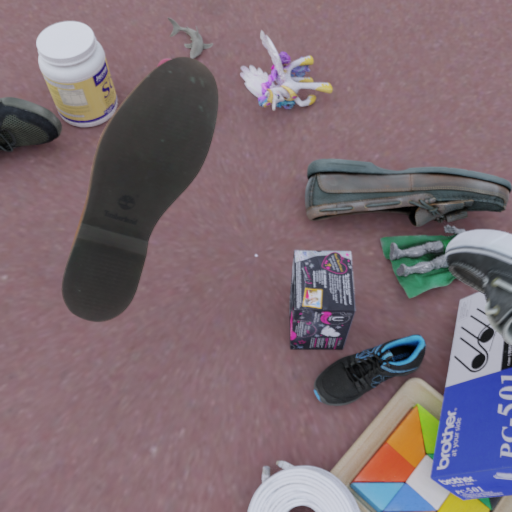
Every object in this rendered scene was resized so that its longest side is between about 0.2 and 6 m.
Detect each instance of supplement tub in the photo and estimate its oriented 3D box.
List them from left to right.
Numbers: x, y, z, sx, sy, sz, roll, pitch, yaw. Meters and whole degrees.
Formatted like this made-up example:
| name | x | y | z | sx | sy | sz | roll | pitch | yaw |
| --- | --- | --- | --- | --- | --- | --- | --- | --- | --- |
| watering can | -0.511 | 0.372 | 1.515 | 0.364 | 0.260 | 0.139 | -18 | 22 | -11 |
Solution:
| name | x | y | z | sx | sy | sz | roll | pitch | yaw |
| --- | --- | --- | --- | --- | --- | --- | --- | --- | --- |
| supplement tub | -3.212 | -3.244 | 10.099 | 1.145 | 1.574 | 1.145 | 0 | 59 | 0 |

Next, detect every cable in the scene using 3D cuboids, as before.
| name | x | y | z | sx | sy | sz | roll | pitch | yaw |
| --- | --- | --- | --- | --- | --- | --- | --- | --- | --- |
| cable | 0.574 | 3.262 | 6.722 | 1.406 | 0.487 | 1.405 | 6 | 68 | 18 |

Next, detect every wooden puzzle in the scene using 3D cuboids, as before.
| name | x | y | z | sx | sy | sz | roll | pitch | yaw |
| --- | --- | --- | --- | --- | --- | --- | --- | --- | --- |
| wooden puzzle | 2.192 | 2.944 | 7.124 | 2.052 | 0.413 | 2.218 | 39 | 67 | 20 |

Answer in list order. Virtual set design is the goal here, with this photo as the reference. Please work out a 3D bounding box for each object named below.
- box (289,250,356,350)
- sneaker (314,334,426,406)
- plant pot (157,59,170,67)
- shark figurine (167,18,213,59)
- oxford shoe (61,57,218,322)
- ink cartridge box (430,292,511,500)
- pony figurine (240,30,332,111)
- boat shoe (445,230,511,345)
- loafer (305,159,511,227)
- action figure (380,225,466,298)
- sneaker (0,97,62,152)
| name | x | y | z | sx | sy | sz | roll | pitch | yaw |
| --- | --- | --- | --- | --- | --- | --- | --- | --- | --- |
| box | 0.904 | 0.649 | 7.885 | 0.818 | 1.426 | 0.942 | 1 | 59 | 1 |
| sneaker | 1.579 | 1.518 | 7.802 | 1.701 | 0.697 | 0.623 | -23 | 62 | -12 |
| plant pot | -1.516 | -2.928 | 10.313 | 1.035 | 1.035 | 0.926 | 22 | 77 | 13 |
| shark figurine | -1.328 | -4.593 | 11.570 | 0.652 | 0.456 | 1.092 | -28 | 65 | -17 |
| oxford shoe | -1.455 | -0.848 | 6.540 | 1.114 | 1.113 | 3.122 | 26 | 95 | -22 |
| ink cartridge box | 3.111 | 1.561 | 7.107 | 0.623 | 1.325 | 2.819 | 36 | 51 | -13 |
| pony figurine | 0.495 | -3.363 | 10.562 | 1.480 | 1.232 | 1.428 | -18 | 69 | -27 |
| boat shoe | 2.476 | 0.409 | 5.085 | 0.839 | 0.853 | 2.367 | -52 | 26 | -2 |
| loafer | 2.390 | -0.867 | 9.136 | 3.235 | 1.162 | 1.018 | 7 | 79 | 12 |
| action figure | 3.147 | -0.058 | 8.858 | 2.038 | 0.557 | 1.204 | -10 | 57 | -10 |
| sneaker | -4.768 | -1.945 | 9.686 | 2.715 | 1.038 | 1.555 | 4 | 61 | 6 |
